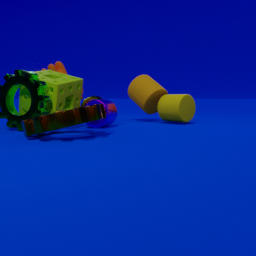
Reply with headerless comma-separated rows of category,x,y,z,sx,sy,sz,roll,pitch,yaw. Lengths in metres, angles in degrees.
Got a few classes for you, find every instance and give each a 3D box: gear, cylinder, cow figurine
gear,-3.070,-0.801,8.130,1.718,1.718,0.318,2,3,20
cylinder,-0.909,-0.481,9.136,0.897,0.897,0.897,2,6,17
cow figurine,-2.511,-1.611,10.477,1.675,1.648,0.920,-17,17,28
cylinder,0.789,-1.343,11.209,1.189,1.189,1.189,-5,40,-39
cylinder,1.786,-0.732,10.328,1.013,1.013,1.013,-6,8,-40
gear,-1.591,-0.206,7.055,2.023,0.374,2.023,-13,3,1

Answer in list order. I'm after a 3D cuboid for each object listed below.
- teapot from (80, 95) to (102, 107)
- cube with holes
teapot,-1.330,-0.717,10.863,1.701,1.058,0.833,39,-6,33
cube with holes,-2.471,-0.986,9.040,1.383,1.383,1.383,17,22,18
